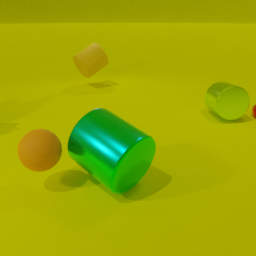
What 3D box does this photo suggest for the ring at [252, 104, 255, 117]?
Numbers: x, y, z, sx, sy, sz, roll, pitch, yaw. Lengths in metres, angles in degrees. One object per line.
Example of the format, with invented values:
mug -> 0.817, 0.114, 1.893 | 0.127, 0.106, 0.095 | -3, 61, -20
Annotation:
ring -> 4.584, -0.442, 8.364 | 1.643, 0.329, 1.643 | 0, 23, 0

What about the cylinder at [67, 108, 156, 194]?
cylinder -> -0.286, 0.388, 4.993 | 1.145, 1.145, 1.145 | 32, 36, 30

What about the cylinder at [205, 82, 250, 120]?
cylinder -> 2.906, -0.825, 8.297 | 0.983, 0.983, 0.983 | -2, 17, -4

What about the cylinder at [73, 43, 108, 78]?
cylinder -> -1.557, -2.821, 11.713 | 1.081, 1.081, 1.081 | -39, 37, -17

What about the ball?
ball -> -1.514, 0.382, 4.832 | 0.738, 0.738, 0.738 | 0, 23, 0
